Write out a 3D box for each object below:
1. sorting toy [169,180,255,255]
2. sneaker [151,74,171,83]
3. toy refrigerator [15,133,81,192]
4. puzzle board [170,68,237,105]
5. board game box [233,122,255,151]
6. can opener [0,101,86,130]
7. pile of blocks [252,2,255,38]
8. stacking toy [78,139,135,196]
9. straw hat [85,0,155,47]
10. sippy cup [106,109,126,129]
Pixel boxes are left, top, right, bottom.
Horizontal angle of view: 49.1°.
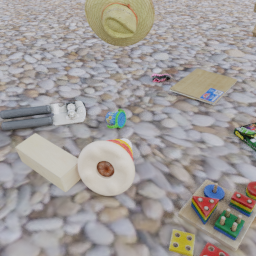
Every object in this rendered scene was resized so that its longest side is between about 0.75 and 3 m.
[{"bbox_3d":[1.920,1.720,5.931,1.302,0.457,2.700,26,43,32],"label":"sorting toy"},{"bbox_3d":[1.342,-1.977,11.337,0.804,0.318,0.383,1,57,2],"label":"sneaker"},{"bbox_3d":[-1.967,0.848,7.046,1.758,0.615,0.667,24,49,31],"label":"toy refrigerator"},{"bbox_3d":[2.969,-1.645,10.897,1.779,0.205,2.361,24,43,29],"label":"puzzle board"},{"bbox_3d":[4.475,0.136,8.340,2.312,0.271,1.211,-14,40,-19],"label":"board game box"},{"bbox_3d":[-2.601,-0.367,8.848,2.610,0.687,0.867,-9,1,-14],"label":"can opener"},{"bbox_3d":[4.152,-3.737,8.130,1.054,2.568,0.798,0,1,21],"label":"pile of blocks"},{"bbox_3d":[-0.328,0.686,6.994,1.349,1.349,1.846,8,20,11],"label":"stacking toy"},{"bbox_3d":[-0.212,-2.575,6.839,1.812,1.812,0.767,0,46,0],"label":"straw hat"},{"bbox_3d":[-0.405,-0.294,8.758,0.510,0.547,0.696,9,14,30],"label":"sippy cup"}]
